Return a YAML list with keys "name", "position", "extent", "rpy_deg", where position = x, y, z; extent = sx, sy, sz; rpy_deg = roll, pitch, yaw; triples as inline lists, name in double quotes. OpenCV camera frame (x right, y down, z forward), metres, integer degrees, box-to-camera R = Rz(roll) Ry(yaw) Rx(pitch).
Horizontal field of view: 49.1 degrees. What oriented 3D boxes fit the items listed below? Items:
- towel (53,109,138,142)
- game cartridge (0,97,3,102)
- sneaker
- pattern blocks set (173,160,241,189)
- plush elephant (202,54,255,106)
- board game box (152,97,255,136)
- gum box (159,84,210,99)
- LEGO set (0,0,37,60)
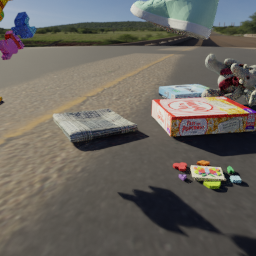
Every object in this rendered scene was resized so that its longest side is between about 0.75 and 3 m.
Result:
- name: "towel"
  position: [-1.105, -0.222, 8.812]
  extent: [2.173, 0.390, 2.257]
  rpy_deg: [-10, 22, -26]
- name: "game cartridge"
  position: [-5.816, -1.086, 11.517]
  extent: [0.932, 0.172, 1.058]
  rpy_deg: [-2, 19, -4]
- name: "sneaker"
  position: [0.954, -2.561, 5.428]
  extent: [0.798, 1.279, 2.168]
  rpy_deg: [6, 21, -40]
- name: "pattern blocks set"
  position: [1.683, 0.957, 5.978]
  extent: [1.254, 0.102, 1.102]
  rpy_deg: [-2, 20, -6]
- name: "plush elephant"
  position: [4.369, -1.910, 10.914]
  extent: [2.530, 2.084, 1.959]
  rpy_deg: [19, -15, -7]
- name: "board game box"
  position: [2.330, -0.429, 9.009]
  extent: [2.701, 0.625, 2.046]
  rpy_deg: [-4, 20, -11]
- name: "gum box"
  position: [2.600, -1.528, 12.320]
  extent: [1.986, 0.443, 1.688]
  rpy_deg: [-6, 21, -15]
- name: "LEGO set"
  position: [-3.480, -2.957, 7.384]
  extent: [1.133, 2.972, 1.219]
  rpy_deg: [-2, 56, 17]
